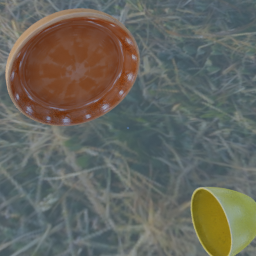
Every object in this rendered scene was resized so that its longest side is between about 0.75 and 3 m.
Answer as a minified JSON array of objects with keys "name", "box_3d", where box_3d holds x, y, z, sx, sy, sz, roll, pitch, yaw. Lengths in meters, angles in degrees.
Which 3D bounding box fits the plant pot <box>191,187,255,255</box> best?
[{"name":"plant pot","box_3d":[1.740,1.534,4.792,0.841,1.185,1.185,-7,64,-17]}]

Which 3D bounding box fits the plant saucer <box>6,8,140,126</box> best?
[{"name":"plant saucer","box_3d":[-1.028,-1.097,5.597,2.639,2.639,0.426,-22,54,-10]}]
